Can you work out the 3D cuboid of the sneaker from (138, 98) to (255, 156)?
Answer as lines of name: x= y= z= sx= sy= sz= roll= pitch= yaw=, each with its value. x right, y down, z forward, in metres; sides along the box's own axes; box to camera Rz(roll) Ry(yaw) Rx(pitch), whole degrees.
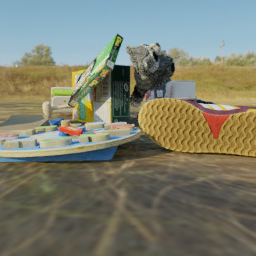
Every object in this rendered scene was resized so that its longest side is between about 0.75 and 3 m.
sneaker: x=1.463 y=-0.006 z=5.010 sx=2.528 sy=0.947 sz=1.139 roll=11 pitch=6 yaw=22

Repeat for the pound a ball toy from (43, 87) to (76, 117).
pound a ball toy: x=-2.562 y=-1.006 z=13.229 sx=2.848 sy=1.210 sz=1.857 roll=-2 pitch=33 yaw=-18

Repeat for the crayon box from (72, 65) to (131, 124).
crayon box: x=-0.996 y=-1.080 z=9.537 sx=0.762 sy=1.858 sz=2.956 roll=-4 pitch=8 yaw=-33

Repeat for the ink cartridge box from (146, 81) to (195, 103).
ink cartridge box: x=1.459 y=-0.949 z=10.120 sx=0.849 sy=1.457 sz=2.012 roll=-3 pitch=8 yaw=-25

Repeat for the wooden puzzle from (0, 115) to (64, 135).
wooden puzzle: x=-2.631 y=-0.013 z=6.776 sx=1.887 sy=0.221 sz=1.273 roll=3 pitch=24 yaw=13

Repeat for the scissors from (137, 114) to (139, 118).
scissors: x=0.832 y=-0.544 z=12.075 sx=0.805 sy=0.153 sz=2.200 roll=-22 pitch=-5 yaw=6

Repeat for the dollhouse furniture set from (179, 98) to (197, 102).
dollhouse furniture set: x=2.017 y=-0.264 z=6.757 sx=1.317 sy=0.910 sz=1.395 roll=-6 pitch=10 yaw=-41

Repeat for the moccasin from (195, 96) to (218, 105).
moccasin: x=2.894 y=-0.928 z=11.807 sx=2.442 sy=0.982 sz=0.833 roll=-4 pitch=-4 yaw=-23

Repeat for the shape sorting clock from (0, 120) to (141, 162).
shape sorting clock: x=-1.119 y=0.130 z=5.035 sx=2.710 sy=0.532 sz=2.710 roll=0 pitch=6 yaw=0

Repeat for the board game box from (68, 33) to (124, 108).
board game box: x=-0.992 y=-1.570 z=8.084 sx=0.281 sy=1.254 sz=2.393 roll=32 pitch=-35 yaw=-21

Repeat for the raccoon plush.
raccoon plush: x=0.365 y=-1.329 z=7.750 sx=1.099 sy=2.271 sz=1.522 roll=37 pitch=32 yaw=27

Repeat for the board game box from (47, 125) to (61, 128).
board game box: x=-2.289 y=0.039 z=7.430 sx=1.048 sy=0.148 sz=0.709 roll=-3 pitch=8 yaw=-25
